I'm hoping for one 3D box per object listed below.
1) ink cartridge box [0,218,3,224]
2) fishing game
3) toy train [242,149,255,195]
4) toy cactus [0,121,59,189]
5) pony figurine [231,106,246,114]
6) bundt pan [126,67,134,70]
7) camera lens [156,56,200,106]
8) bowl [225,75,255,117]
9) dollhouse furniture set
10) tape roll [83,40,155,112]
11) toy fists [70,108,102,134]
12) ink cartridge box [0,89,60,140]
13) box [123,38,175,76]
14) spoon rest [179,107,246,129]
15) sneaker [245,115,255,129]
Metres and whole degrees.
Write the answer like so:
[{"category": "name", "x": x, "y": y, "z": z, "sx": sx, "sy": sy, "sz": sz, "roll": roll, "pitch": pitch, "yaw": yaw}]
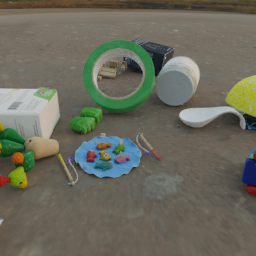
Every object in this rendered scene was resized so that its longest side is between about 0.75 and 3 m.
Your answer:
[{"category": "ink cartridge box", "x": -3.760, "y": 2.558, "z": 4.945, "sx": 2.283, "sy": 0.504, "sz": 2.325, "roll": 2, "pitch": 26, "yaw": 4}, {"category": "fishing game", "x": -0.592, "y": 0.712, "z": 8.451, "sx": 2.873, "sy": 0.447, "sz": 2.057, "roll": -12, "pitch": 34, "yaw": -19}, {"category": "toy train", "x": 4.301, "y": 1.189, "z": 7.087, "sx": 2.559, "sy": 1.083, "sz": 1.481, "roll": 12, "pitch": 17, "yaw": 21}, {"category": "toy cactus", "x": -3.138, "y": 0.716, "z": 7.886, "sx": 2.390, "sy": 1.481, "sz": 2.897, "roll": 1, "pitch": 19, "yaw": -41}, {"category": "pony figurine", "x": 5.037, "y": -0.958, "z": 11.121, "sx": 1.395, "sy": 1.162, "sz": 1.347, "roll": -2, "pitch": 34, "yaw": -36}, {"category": "bundt pan", "x": 0.269, "y": -3.815, "z": 17.048, "sx": 0.818, "sy": 0.307, "sz": 0.818, "roll": 1, "pitch": 28, "yaw": 0}, {"category": "camera lens", "x": 2.197, "y": -2.100, "z": 12.310, "sx": 1.722, "sy": 1.722, "sz": 2.153, "roll": 9, "pitch": 30, "yaw": 16}, {"category": "bowl", "x": 5.289, "y": -1.316, "z": 10.462, "sx": 2.814, "sy": 1.514, "sz": 2.814, "roll": 12, "pitch": 22, "yaw": -5}, {"category": "dollhouse furniture set", "x": -0.861, "y": -2.969, "z": 15.581, "sx": 1.380, "sy": 0.790, "sz": 1.619, "roll": 10, "pitch": 56, "yaw": 3}, {"category": "tape roll", "x": -0.362, "y": -2.085, "z": 11.322, "sx": 2.866, "sy": 2.866, "sz": 0.689, "roll": 3, "pitch": -9, "yaw": 6}, {"category": "toy fists", "x": -1.446, "y": -0.288, "z": 10.257, "sx": 0.777, "sy": 0.524, "sz": 1.525, "roll": 2, "pitch": 29, "yaw": 20}, {"category": "ink cartridge box", "x": -4.130, "y": -0.435, "z": 9.699, "sx": 2.992, "sy": 1.256, "sz": 2.166, "roll": 1, "pitch": 28, "yaw": 1}, {"category": "box", "x": 1.197, "y": -4.134, "z": 16.215, "sx": 2.431, "sy": 1.301, "sz": 1.804, "roll": 21, "pitch": 33, "yaw": 18}, {"category": "spoon rest", "x": 3.090, "y": -0.431, "z": 10.294, "sx": 2.381, "sy": 0.722, "sz": 1.183, "roll": 4, "pitch": 29, "yaw": 6}, {"category": "sneaker", "x": 4.928, "y": -0.134, "z": 10.091, "sx": 1.340, "sy": 0.491, "sz": 0.549, "roll": -1, "pitch": 39, "yaw": 15}]
